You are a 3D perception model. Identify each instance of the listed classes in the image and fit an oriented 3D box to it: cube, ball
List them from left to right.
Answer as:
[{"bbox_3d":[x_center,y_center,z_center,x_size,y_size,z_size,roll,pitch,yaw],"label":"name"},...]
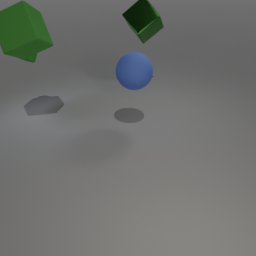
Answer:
[{"bbox_3d":[-3.832,-3.507,10.233,1.400,1.400,1.400,-21,4,9],"label":"cube"},{"bbox_3d":[0.239,-2.130,10.528,1.400,1.400,1.400,0,29,0],"label":"ball"},{"bbox_3d":[0.795,-5.470,14.301,1.400,1.400,1.400,-37,-11,11],"label":"cube"}]

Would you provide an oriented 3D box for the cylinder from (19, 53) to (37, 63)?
[{"bbox_3d":[-4.206,-3.207,11.847,0.700,0.700,0.700,14,2,0],"label":"cylinder"}]
